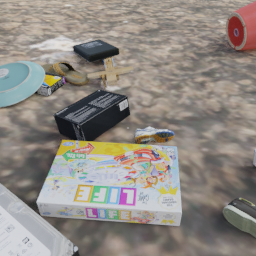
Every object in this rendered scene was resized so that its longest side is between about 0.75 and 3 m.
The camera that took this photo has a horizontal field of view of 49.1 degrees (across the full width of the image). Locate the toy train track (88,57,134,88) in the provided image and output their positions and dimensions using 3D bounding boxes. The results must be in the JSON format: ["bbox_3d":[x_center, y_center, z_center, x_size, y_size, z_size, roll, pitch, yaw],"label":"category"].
[{"bbox_3d":[-0.653,-2.102,10.382,1.610,0.457,2.807,-10,33,-1],"label":"toy train track"}]

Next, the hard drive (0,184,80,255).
[{"bbox_3d":[-2.328,2.115,4.902,2.513,0.475,1.755,25,44,30],"label":"hard drive"}]

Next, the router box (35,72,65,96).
[{"bbox_3d":[-3.014,-1.593,9.743,1.300,0.332,0.970,16,41,19],"label":"router box"}]

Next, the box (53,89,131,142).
[{"bbox_3d":[-0.954,-0.366,7.696,1.207,0.674,1.710,21,43,39],"label":"box"}]

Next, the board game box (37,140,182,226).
[{"bbox_3d":[-0.299,1.109,6.158,2.797,0.479,1.881,3,38,4],"label":"board game box"}]

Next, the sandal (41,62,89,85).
[{"bbox_3d":[-2.317,-2.083,10.187,2.069,0.559,0.831,19,42,23],"label":"sandal"}]

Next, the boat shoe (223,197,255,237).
[{"bbox_3d":[2.576,1.846,5.152,0.482,0.571,1.601,-32,45,-29],"label":"boat shoe"}]

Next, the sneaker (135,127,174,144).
[{"bbox_3d":[0.702,0.124,7.502,1.054,0.397,0.464,-3,38,-4],"label":"sneaker"}]

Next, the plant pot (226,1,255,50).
[{"bbox_3d":[5.511,-4.390,12.051,1.999,2.259,2.259,-18,40,-6],"label":"plant pot"}]

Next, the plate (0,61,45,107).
[{"bbox_3d":[-4.058,-1.619,9.421,2.490,0.318,2.490,-5,48,5],"label":"plate"}]

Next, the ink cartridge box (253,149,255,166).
[{"bbox_3d":[3.803,0.634,6.401,1.433,0.615,1.050,-29,45,-8],"label":"ink cartridge box"}]

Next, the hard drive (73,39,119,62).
[{"bbox_3d":[-1.360,-3.230,11.588,1.331,0.314,1.908,-21,34,-20],"label":"hard drive"}]
